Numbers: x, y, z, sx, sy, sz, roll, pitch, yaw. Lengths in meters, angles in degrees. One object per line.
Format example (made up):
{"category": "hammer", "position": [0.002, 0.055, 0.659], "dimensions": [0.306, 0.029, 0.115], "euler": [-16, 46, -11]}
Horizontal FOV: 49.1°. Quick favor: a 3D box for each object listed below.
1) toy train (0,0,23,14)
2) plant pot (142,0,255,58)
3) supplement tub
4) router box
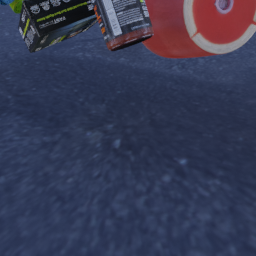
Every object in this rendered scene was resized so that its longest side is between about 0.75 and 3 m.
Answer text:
{"category": "toy train", "position": [-3.316, -3.676, 7.715], "dimensions": [1.316, 0.962, 2.274], "euler": [43, 2, 3]}
{"category": "plant pot", "position": [1.475, -2.532, 5.894], "dimensions": [2.362, 2.362, 2.090], "euler": [-9, 22, -13]}
{"category": "supplement tub", "position": [-0.190, -2.169, 4.644], "dimensions": [0.857, 1.602, 0.857], "euler": [-18, 11, 4]}
{"category": "router box", "position": [-1.695, -2.793, 7.159], "dimensions": [1.927, 0.799, 2.572], "euler": [-28, 16, -18]}
